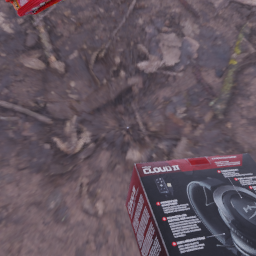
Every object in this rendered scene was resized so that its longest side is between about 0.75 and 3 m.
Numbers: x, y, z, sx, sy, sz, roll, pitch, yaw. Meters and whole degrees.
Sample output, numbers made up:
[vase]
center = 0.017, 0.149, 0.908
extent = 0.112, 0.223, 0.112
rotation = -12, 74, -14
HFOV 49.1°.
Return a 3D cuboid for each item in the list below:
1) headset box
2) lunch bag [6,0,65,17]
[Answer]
[headset box]
center = 0.721, 0.879, 2.238
extent = 1.189, 0.617, 1.598
rotation = -3, 39, -17
[lunch bag]
center = -1.643, -3.047, 5.805
extent = 1.957, 0.910, 2.222
rotation = -36, 27, -25
